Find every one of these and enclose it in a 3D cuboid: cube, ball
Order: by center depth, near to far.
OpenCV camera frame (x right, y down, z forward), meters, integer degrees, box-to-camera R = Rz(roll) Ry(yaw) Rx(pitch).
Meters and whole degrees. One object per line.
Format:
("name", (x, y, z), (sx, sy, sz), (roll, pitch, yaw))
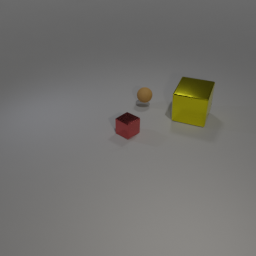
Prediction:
("cube", (-0.010, -0.093, 10.948), (0.700, 0.700, 0.700), (26, 42, 33))
("cube", (2.706, -1.109, 11.677), (1.400, 1.400, 1.400), (14, 45, 20))
("ball", (0.754, -1.493, 12.656), (0.700, 0.700, 0.700), (0, 33, 0))
